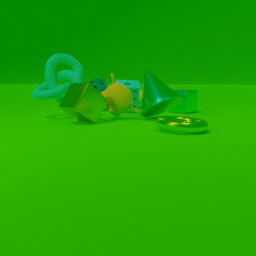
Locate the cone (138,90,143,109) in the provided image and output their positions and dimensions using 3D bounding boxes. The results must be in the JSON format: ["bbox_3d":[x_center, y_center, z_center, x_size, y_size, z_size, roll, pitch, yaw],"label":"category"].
[{"bbox_3d":[0.851,-1.305,12.753,0.873,0.870,0.870,4,10,39],"label":"cone"}]

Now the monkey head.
[{"bbox_3d":[-0.344,-1.017,9.583,0.983,1.632,1.174,-34,12,5],"label":"monkey head"}]

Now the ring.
[{"bbox_3d":[1.434,-0.109,7.428,1.388,0.278,1.388,4,10,-1],"label":"ring"}]

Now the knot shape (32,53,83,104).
[{"bbox_3d":[-2.483,-1.508,9.818,1.914,2.046,0.945,-21,-22,7],"label":"knot shape"}]

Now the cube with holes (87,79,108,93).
[{"bbox_3d":[-1.500,-1.499,12.452,1.065,1.065,1.065,-28,20,-19],"label":"cube with holes"}]

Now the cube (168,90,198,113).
[{"bbox_3d":[2.273,-1.115,11.610,0.907,0.907,0.907,8,12,43],"label":"cube"}]

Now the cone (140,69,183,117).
[{"bbox_3d":[0.879,-1.380,9.665,1.529,1.535,1.529,-20,-13,-5],"label":"cone"}]

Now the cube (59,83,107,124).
[{"bbox_3d":[-1.383,-0.780,8.698,0.914,0.914,0.914,9,-21,44],"label":"cube"}]

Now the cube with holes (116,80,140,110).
[{"bbox_3d":[-0.033,-1.359,11.486,0.950,0.950,0.950,3,27,0],"label":"cube with holes"}]
